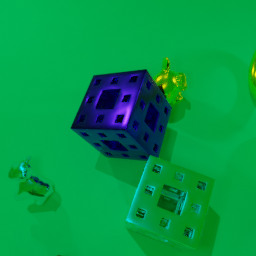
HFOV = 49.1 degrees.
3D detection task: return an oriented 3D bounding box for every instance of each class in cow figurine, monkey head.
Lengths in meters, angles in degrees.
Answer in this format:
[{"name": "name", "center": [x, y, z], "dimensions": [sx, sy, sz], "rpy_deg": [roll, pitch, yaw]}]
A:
[{"name": "cow figurine", "center": [-2.006, 1.115, 5.862], "dimensions": [1.054, 1.037, 0.578], "rpy_deg": [26, 33, -24]}, {"name": "monkey head", "center": [0.871, -1.067, 7.044], "dimensions": [0.923, 1.533, 1.103], "rpy_deg": [1, 33, -29]}]

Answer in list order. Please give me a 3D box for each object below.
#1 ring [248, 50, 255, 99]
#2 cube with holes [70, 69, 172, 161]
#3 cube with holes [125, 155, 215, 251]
[{"name": "ring", "center": [3.585, -1.532, 6.772], "dimensions": [0.383, 1.915, 1.915], "rpy_deg": [10, 65, -11]}, {"name": "cube with holes", "center": [-0.080, -0.232, 6.142], "dimensions": [1.398, 1.398, 1.398], "rpy_deg": [1, 61, 34]}, {"name": "cube with holes", "center": [0.781, 1.553, 5.637], "dimensions": [1.306, 1.306, 1.306], "rpy_deg": [20, 66, 8]}]
